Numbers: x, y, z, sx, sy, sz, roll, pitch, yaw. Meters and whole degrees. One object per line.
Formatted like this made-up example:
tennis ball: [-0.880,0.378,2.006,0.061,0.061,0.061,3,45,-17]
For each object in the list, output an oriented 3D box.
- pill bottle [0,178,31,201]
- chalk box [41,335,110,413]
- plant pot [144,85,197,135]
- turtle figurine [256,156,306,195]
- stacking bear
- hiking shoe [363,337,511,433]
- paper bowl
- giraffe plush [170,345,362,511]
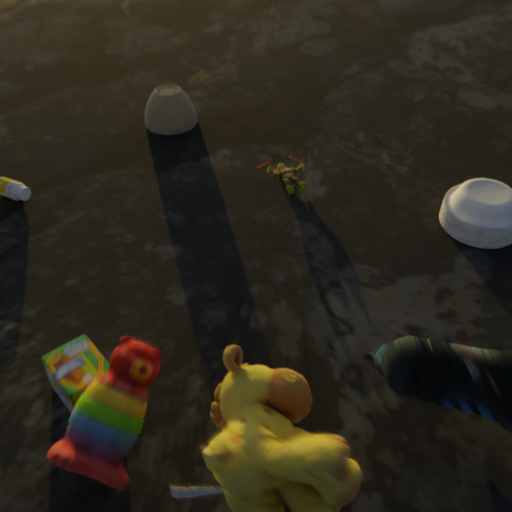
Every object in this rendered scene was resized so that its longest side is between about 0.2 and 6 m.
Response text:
pill bottle: [-5.308,-1.439,12.233,0.717,0.404,0.404,18,45,18]
chalk box: [-2.691,1.764,8.441,0.743,0.738,1.191,-31,51,-30]
plant pot: [-2.261,-3.888,14.555,1.378,0.925,1.378,0,42,0]
turtle figurine: [0.650,-1.789,12.639,1.170,0.377,0.944,-11,50,-26]
stacking bear: [-1.883,1.987,7.506,1.073,1.004,1.766,30,73,-19]
hiking shoe: [3.134,1.741,8.022,2.976,1.290,1.107,19,86,-3]
paper bowl: [4.621,-0.959,11.385,1.619,0.842,1.619,-1,42,1]
giraffe plush: [0.115,2.183,7.107,2.208,1.905,1.791,10,41,-9]
